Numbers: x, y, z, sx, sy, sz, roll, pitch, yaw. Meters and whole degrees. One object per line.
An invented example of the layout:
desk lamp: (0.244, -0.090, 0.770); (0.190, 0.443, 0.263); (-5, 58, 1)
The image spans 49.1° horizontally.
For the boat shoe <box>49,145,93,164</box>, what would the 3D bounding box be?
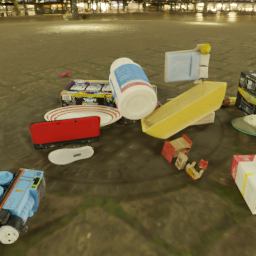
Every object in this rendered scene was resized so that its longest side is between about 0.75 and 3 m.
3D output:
boat shoe: (-1.773, 0.791, 8.694); (1.389, 0.477, 0.393); (-6, 21, -27)

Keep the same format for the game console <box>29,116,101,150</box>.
game console: (-2.112, -0.096, 9.470); (2.176, 1.292, 1.876); (-7, 28, -14)

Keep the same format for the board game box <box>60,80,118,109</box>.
board game box: (-1.560, -1.612, 13.111); (2.617, 0.742, 2.163); (3, 25, 6)

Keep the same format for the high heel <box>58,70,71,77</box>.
high heel: (-3.834, -3.298, 16.869); (0.754, 0.362, 0.254); (-8, 28, -16)

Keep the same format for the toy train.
toy train: (-2.680, 1.734, 6.319); (1.206, 0.915, 2.110); (6, 27, -2)

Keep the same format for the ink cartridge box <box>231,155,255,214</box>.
ink cartridge box: (3.509, 1.398, 7.162); (1.191, 0.685, 1.641); (0, 27, 0)

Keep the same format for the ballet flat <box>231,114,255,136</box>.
ballet flat: (4.884, -0.038, 9.773); (0.969, 0.916, 2.875); (-13, 29, -24)

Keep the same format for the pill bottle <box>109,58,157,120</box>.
pill bottle: (0.078, -1.707, 11.208); (1.523, 1.523, 2.713); (-6, 42, -12)

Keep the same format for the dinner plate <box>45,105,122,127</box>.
dinner plate: (-1.691, -0.410, 10.837); (2.950, 0.358, 2.950); (2, 17, -1)

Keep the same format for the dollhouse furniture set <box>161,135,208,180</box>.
dollhouse furniture set: (1.760, 0.934, 8.402); (0.791, 0.598, 1.471); (-16, 48, -29)

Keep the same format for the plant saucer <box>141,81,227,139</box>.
plant saucer: (1.841, -0.577, 9.571); (2.825, 0.684, 2.825); (-31, 8, 7)

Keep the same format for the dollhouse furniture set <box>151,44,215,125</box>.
dollhouse furniture set: (2.114, -1.773, 11.064); (2.702, 2.862, 1.868); (-7, 27, -14)

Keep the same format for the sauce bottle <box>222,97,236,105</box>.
sauce bottle: (4.617, -1.231, 12.772); (1.061, 0.350, 0.350); (-1, 27, -7)

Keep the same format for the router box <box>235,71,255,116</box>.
router box: (5.207, -1.279, 11.435); (0.544, 1.638, 2.083); (-3, 28, -7)
